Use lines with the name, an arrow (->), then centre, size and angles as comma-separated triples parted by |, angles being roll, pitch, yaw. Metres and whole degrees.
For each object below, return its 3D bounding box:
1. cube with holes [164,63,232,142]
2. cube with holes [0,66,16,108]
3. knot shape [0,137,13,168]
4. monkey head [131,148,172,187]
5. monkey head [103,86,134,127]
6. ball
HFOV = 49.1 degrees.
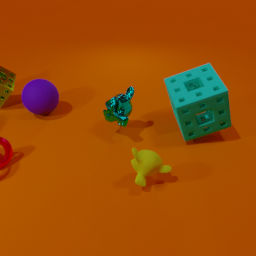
cube with holes -> 1.798, -0.662, 7.268 | 1.240, 1.240, 1.240 | -19, 43, 7
cube with holes -> -4.063, -1.320, 8.541 | 0.855, 0.855, 0.855 | 28, 33, -35
knot shape -> -3.387, 0.716, 6.518 | 1.184, 0.547, 1.108 | 10, 49, -8
monkey head -> 0.414, 0.861, 6.100 | 1.024, 0.617, 0.737 | 28, 44, -16
monkey head -> -0.147, -0.437, 7.376 | 0.770, 1.278, 0.919 | -18, 50, -42
ball -> -2.586, -0.917, 8.295 | 1.061, 1.061, 1.061 | 0, 38, 0
